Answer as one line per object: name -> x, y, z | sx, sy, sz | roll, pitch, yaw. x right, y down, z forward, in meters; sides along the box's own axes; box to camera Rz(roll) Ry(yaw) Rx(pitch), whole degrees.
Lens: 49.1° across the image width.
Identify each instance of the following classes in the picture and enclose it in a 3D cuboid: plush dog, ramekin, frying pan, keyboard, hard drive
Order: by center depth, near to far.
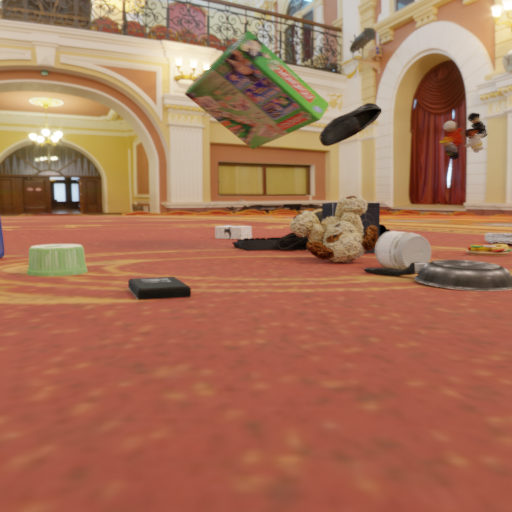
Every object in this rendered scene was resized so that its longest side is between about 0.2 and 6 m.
hard drive -> -1.196, 0.389, 6.834 | 0.620, 0.146, 0.888 | -2, 6, -19
frying pan -> 2.677, 0.217, 8.013 | 1.320, 0.355, 2.182 | -2, 9, -22
ramekin -> -3.121, 0.057, 8.781 | 0.895, 0.437, 0.895 | 0, 5, 0
plush dog -> 1.542, -0.291, 10.522 | 1.557, 1.249, 1.337 | -18, 24, -1
keyboard -> 1.233, -0.498, 13.656 | 3.373, 0.668, 1.756 | -3, 6, -19

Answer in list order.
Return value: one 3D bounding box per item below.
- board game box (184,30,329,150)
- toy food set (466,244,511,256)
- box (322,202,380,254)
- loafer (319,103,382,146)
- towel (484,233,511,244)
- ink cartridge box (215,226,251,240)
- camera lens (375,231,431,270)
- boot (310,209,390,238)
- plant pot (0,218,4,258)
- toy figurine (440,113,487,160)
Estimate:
board game box -> -0.133, -3.821, 13.620 | 2.412, 0.522, 3.584 | 35, -15, -21
toy food set -> 4.943, -0.126, 11.906 | 0.895, 0.218, 0.886 | 2, 6, 14
box -> 2.069, -0.615, 12.302 | 1.133, 1.114, 0.702 | -1, 5, -14
loafer -> 2.435, -3.401, 14.455 | 1.768, 0.600, 0.621 | -32, 22, -7
towel -> 7.537, -0.420, 14.727 | 2.491, 0.296, 1.829 | 2, 3, -2
ink cartridge box -> -0.700, -0.726, 17.289 | 0.938, 0.393, 0.680 | 3, 6, 30
camera lens -> 2.378, -0.073, 9.155 | 0.631, 0.631, 0.789 | -2, 6, -21
boot -> 2.616, -0.844, 16.333 | 2.411, 0.934, 1.667 | -6, 13, -42
plant pot -> -5.430, -0.332, 10.645 | 0.927, 0.927, 0.833 | 0, 13, -3
toy figurine -> 4.712, -2.737, 12.758 | 0.928, 0.646, 0.914 | -11, 37, 42
